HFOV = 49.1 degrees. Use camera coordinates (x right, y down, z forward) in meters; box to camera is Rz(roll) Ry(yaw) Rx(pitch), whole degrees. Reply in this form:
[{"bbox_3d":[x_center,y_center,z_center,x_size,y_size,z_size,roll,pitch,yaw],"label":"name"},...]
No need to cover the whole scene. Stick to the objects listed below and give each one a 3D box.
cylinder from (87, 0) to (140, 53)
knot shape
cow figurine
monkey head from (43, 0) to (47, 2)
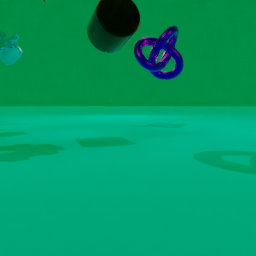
[{"bbox_3d":[-0.300,-2.013,5.466,0.845,0.845,0.845,-2,-6,-21],"label":"cylinder"},{"bbox_3d":[1.136,-2.490,8.980,1.776,1.662,0.821,25,8,-34],"label":"knot shape"},{"bbox_3d":[-3.507,-2.338,7.352,0.837,1.526,1.501,-48,20,-14],"label":"cow figurine"},{"bbox_3d":[-2.341,-4.066,7.346,0.768,1.274,0.917,-20,14,17],"label":"monkey head"}]
